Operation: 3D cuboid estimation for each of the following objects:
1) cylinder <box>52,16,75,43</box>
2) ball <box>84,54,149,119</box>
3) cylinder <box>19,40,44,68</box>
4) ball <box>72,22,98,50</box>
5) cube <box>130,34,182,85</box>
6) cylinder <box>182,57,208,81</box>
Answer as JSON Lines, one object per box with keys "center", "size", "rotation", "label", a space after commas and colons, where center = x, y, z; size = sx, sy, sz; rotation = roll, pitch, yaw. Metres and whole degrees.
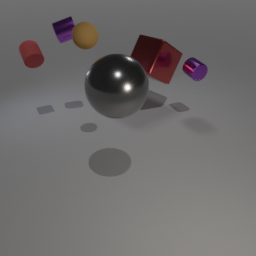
{"center": [-2.118, -3.341, 9.550], "size": [0.700, 0.700, 0.700], "rotation": [-21, 31, 0], "label": "cylinder"}
{"center": [-0.245, -0.902, 6.115], "size": [1.400, 1.400, 1.400], "rotation": [0, 29, 0], "label": "ball"}
{"center": [-3.397, -2.593, 9.854], "size": [0.700, 0.700, 0.700], "rotation": [-17, 64, -27], "label": "cylinder"}
{"center": [-1.134, -2.441, 7.416], "size": [0.700, 0.700, 0.700], "rotation": [0, 29, 0], "label": "ball"}
{"center": [1.079, -2.784, 11.450], "size": [1.400, 1.400, 1.400], "rotation": [16, 11, -47], "label": "cube"}
{"center": [2.580, -2.266, 10.802], "size": [0.700, 0.700, 0.700], "rotation": [-13, 40, -21], "label": "cylinder"}
